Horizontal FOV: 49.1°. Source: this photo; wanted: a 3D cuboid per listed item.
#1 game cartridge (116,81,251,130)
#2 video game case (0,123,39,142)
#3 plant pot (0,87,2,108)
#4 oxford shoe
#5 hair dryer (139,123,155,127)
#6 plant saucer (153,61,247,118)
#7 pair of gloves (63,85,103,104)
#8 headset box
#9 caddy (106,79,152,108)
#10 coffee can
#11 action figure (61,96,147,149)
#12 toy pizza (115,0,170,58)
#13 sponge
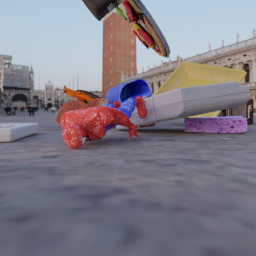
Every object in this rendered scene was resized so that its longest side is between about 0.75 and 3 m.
[{"bbox_3d":[0.885,-0.417,6.279,1.968,0.597,2.951,-6,-3,-25],"label":"game cartridge"},{"bbox_3d":[-2.596,0.057,4.683,1.805,0.218,1.980,0,4,-7],"label":"video game case"},{"bbox_3d":[-4.778,-0.777,7.510,2.000,2.000,1.735,0,19,6],"label":"plant pot"},{"bbox_3d":[-1.279,-0.299,8.426,2.433,0.861,0.898,3,-21,42],"label":"oxford shoe"},{"bbox_3d":[0.508,-0.243,9.185,1.104,0.394,1.450,0,3,-16],"label":"hair dryer"},{"bbox_3d":[2.723,-1.327,11.118,2.922,0.708,2.923,20,60,39],"label":"plant saucer"},{"bbox_3d":[-1.360,-0.696,8.819,1.439,0.200,1.615,23,-29,-3],"label":"pair of gloves"},{"bbox_3d":[3.871,-0.690,11.954,2.671,1.002,1.985,1,3,21],"label":"headset box"},{"bbox_3d":[0.222,-1.385,14.266,1.469,1.979,2.799,-6,17,41],"label":"caddy"},{"bbox_3d":[-0.415,-3.221,6.227,1.358,0.994,0.994,-38,1,3],"label":"coffee can"},{"bbox_3d":[-0.295,-0.106,4.180,0.818,0.646,2.499,-5,6,17],"label":"action figure"},{"bbox_3d":[0.241,-3.209,8.361,0.467,2.946,2.946,-37,-3,8],"label":"toy pizza"},{"bbox_3d":[2.154,-0.113,6.816,1.264,0.338,2.266,0,2,20],"label":"sponge"}]
